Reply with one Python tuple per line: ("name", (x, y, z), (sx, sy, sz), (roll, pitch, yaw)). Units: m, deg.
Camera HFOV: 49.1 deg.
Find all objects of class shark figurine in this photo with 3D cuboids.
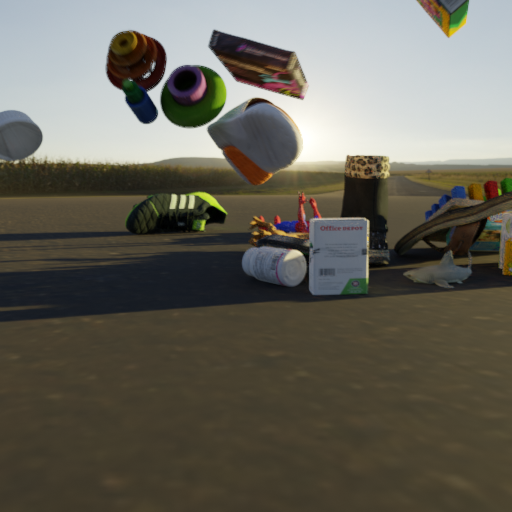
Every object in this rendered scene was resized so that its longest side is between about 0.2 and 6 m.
("shark figurine", (3.080, 0.169, 8.806), (1.311, 0.547, 0.783), (-6, 11, -24))

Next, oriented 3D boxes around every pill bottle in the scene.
("pill bottle", (0.260, 0.145, 8.778), (0.563, 0.563, 0.993), (-6, 10, -38))

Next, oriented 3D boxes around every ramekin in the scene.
("ramekin", (-3.528, -1.765, 8.105), (0.764, 0.764, 0.356), (-8, 54, -45))

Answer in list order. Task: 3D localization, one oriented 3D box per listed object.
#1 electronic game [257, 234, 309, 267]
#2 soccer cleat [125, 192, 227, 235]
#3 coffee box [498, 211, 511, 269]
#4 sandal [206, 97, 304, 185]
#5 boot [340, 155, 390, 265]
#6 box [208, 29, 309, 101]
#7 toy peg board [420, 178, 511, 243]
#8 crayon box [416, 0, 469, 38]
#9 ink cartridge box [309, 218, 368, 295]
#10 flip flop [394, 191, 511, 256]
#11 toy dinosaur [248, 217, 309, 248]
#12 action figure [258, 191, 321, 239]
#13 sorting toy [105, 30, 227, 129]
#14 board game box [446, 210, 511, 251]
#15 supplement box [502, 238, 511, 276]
("electronic game", (0.860, -0.012, 9.439), (1.718, 0.357, 1.718), (15, -5, 1))
("soccer cleat", (-2.277, -1.192, 16.574), (1.371, 1.142, 3.382), (36, 34, 29))
("coffee box", (5.029, -0.290, 10.190), (1.010, 1.021, 1.020), (5, 9, 30))
("sandal", (0.191, -1.863, 8.635), (0.938, 1.253, 3.272), (-41, 17, -12))
("boot", (2.078, -0.967, 11.230), (0.989, 2.069, 2.740), (0, 8, -3))
("box", (0.100, -3.247, 9.684), (1.407, 0.355, 1.968), (19, 4, 11))
("toy peg board", (4.748, -1.054, 12.571), (1.893, 0.930, 1.901), (5, -22, -10))
("crayon box", (2.092, -3.186, 6.681), (0.299, 1.027, 0.886), (-39, -7, 18))
("ink cartridge box", (1.167, -0.006, 7.993), (0.785, 1.075, 0.453), (-1, 8, -4))
("flip flop", (4.139, -0.519, 10.957), (3.123, 0.899, 1.266), (-21, 0, 33))
("toy dinosaur", (0.534, -0.342, 12.553), (1.319, 0.750, 2.484), (29, 28, 25))
("action figure", (1.102, -1.175, 15.604), (0.920, 1.395, 2.819), (-7, 13, -32))
("sorting toy", (-1.507, -2.683, 8.350), (2.087, 1.254, 0.857), (29, -9, 16))
("board game box", (5.138, -0.523, 11.990), (1.803, 0.406, 1.371), (1, -21, 6))
("supplement box", (4.743, 0.047, 9.336), (1.097, 0.601, 0.597), (5, 9, 29))
